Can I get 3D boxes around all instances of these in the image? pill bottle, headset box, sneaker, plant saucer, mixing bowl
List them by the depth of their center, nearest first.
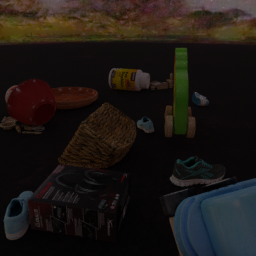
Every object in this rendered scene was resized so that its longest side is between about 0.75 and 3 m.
[{"bbox_3d":[-2.122,1.565,5.611,0.491,0.544,1.329,-2,22,-9],"label":"sneaker"},{"bbox_3d":[-0.981,1.435,5.696,1.880,0.726,1.399,6,22,11],"label":"headset box"},{"bbox_3d":[1.761,1.001,6.873,1.474,0.672,0.572,-6,23,-18],"label":"sneaker"},{"bbox_3d":[0.628,-0.208,10.079,0.442,0.490,1.195,-14,18,-17],"label":"sneaker"},{"bbox_3d":[-3.304,-0.759,10.177,0.972,1.795,1.795,38,39,29],"label":"mixing bowl"},{"bbox_3d":[-4.221,-1.159,11.837,1.867,1.066,1.066,17,27,35],"label":"pill bottle"},{"bbox_3d":[3.391,-1.349,13.248,0.494,0.468,1.223,4,27,-11],"label":"sneaker"},{"bbox_3d":[-2.889,-1.442,13.402,2.876,0.464,2.876,1,21,0],"label":"plant saucer"},{"bbox_3d":[0.090,-2.676,15.555,2.137,1.168,1.168,7,22,17],"label":"pill bottle"}]

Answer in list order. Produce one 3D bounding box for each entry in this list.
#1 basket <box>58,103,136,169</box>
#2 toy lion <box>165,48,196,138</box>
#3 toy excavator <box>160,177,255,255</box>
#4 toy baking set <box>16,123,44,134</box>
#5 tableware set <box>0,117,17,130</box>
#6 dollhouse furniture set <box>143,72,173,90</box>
[{"bbox_3d":[-0.747,0.458,8.289,1.485,1.550,2.081,35,25,0],"label":"basket"},{"bbox_3d":[1.802,-1.328,9.704,0.996,2.782,2.902,2,16,8],"label":"toy lion"},{"bbox_3d":[1.994,1.202,3.801,2.470,1.269,2.541,-10,-14,-19],"label":"toy excavator"},{"bbox_3d":[-3.549,-0.012,10.128,0.951,0.144,1.239,-9,21,-22],"label":"toy baking set"},{"bbox_3d":[-4.914,-0.202,10.573,1.781,0.207,1.487,-6,22,-16],"label":"tableware set"},{"bbox_3d":[1.856,-2.781,16.279,1.901,0.842,0.985,-8,23,-21],"label":"dollhouse furniture set"}]
